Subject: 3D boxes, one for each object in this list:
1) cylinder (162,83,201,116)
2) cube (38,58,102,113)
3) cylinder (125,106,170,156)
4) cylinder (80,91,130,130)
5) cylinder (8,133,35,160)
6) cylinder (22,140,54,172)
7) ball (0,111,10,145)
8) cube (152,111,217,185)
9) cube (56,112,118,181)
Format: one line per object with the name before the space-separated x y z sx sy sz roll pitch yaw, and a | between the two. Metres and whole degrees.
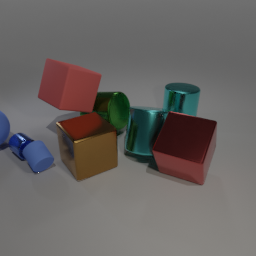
cylinder | 2.121 -0.976 11.315 1.400 1.400 1.400 2 25 -1
cube | -2.000 -1.434 9.595 1.400 1.400 1.400 26 15 38
cylinder | 0.648 0.059 9.153 1.400 1.400 1.400 5 9 -1
cylinder | -0.848 -0.667 10.567 1.400 1.400 1.400 5 27 34
cylinder | -3.462 0.591 9.256 0.700 0.700 0.700 25 37 39
cylinder | -2.729 0.860 8.530 0.700 0.700 0.700 -23 61 -35
ball | -4.758 -0.010 9.509 1.400 1.400 1.400 0 29 0
cube | 1.681 0.578 8.096 1.400 1.400 1.400 14 62 24
cube | -1.259 0.522 8.690 1.400 1.400 1.400 -18 33 -29
